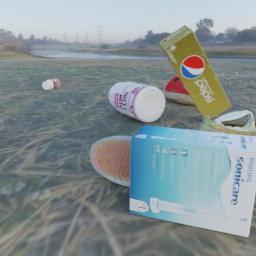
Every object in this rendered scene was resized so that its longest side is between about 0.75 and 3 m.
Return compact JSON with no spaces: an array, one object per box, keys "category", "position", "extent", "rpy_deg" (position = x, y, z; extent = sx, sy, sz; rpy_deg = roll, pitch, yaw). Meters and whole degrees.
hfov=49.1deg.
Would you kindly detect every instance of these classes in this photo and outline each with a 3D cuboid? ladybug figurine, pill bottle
[{"category":"ladybug figurine","position":[2.790,-1.740,12.550],"extent":[2.028,1.075,2.988],"rpy_deg":[-10,20,-30]},{"category":"pill bottle","position":[-4.330,-2.459,15.786],"extent":[0.563,0.563,1.028],"rpy_deg":[6,18,18]},{"category":"pill bottle","position":[0.227,-0.995,9.921],"extent":[1.205,1.205,2.125],"rpy_deg":[-10,18,-28]}]

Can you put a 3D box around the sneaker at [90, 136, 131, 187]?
[{"category":"sneaker","position":[0.593,0.625,5.406],"extent":[2.643,0.943,1.056],"rpy_deg":[3,0,21]}]

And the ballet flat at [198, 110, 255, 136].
[{"category":"ballet flat","position":[3.173,0.028,7.009],"extent":[2.955,1.045,1.045],"rpy_deg":[-2,17,-9]}]

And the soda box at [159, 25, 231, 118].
[{"category":"soda box","position":[2.179,-1.688,8.966],"extent":[0.995,2.938,0.941],"rpy_deg":[-31,28,13]}]

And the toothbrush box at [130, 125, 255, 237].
[{"category":"toothbrush box","position":[0.954,0.722,4.208],"extent":[1.748,1.280,0.746],"rpy_deg":[5,18,19]}]
